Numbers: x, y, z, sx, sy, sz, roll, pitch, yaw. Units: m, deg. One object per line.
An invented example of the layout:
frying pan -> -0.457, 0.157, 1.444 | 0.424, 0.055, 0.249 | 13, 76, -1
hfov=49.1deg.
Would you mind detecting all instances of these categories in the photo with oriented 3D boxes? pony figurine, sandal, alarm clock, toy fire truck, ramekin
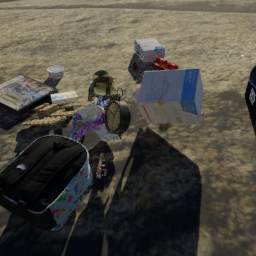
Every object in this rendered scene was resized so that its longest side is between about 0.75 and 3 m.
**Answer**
pony figurine -> -1.325, -0.321, 10.815 | 2.101, 1.813, 2.177 | -21, 33, 28
sandal -> -1.212, -2.245, 13.698 | 1.180, 0.848, 2.971 | -10, 39, -13
alarm clock -> -0.328, -0.544, 9.759 | 0.573, 1.721, 1.161 | -2, 13, -31
toy fire truck -> 2.214, -2.930, 14.596 | 1.557, 1.040, 1.854 | -8, 35, -42
ramekin -> -3.857, -2.989, 15.027 | 0.865, 0.422, 0.865 | 0, 38, 0

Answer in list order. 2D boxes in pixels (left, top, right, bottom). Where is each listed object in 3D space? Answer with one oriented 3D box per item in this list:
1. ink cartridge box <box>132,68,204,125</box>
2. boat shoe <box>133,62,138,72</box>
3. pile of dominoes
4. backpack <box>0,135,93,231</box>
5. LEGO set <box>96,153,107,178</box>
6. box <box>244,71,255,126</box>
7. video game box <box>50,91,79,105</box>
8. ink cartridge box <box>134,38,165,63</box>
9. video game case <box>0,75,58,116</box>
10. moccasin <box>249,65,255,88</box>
ink cartridge box -> 1.551, -1.199, 10.992 | 2.498, 1.606, 1.564 | 3, 61, 23
boat shoe -> 0.409, -3.422, 15.709 | 0.298, 0.279, 0.827 | -4, 38, -6
pile of dominoes -> -2.883, -0.714, 11.184 | 2.634, 0.419, 2.053 | 0, 27, 44
backpack -> -2.234, 1.452, 7.972 | 2.207, 1.872, 2.486 | 18, 53, 22
LEGO set -> -0.840, 1.279, 9.343 | 0.324, 0.401, 0.872 | 11, 62, -4
box -> 6.529, -1.233, 11.958 | 2.350, 1.344, 2.581 | 4, 38, 8
video game box -> -2.923, -1.380, 12.865 | 1.170, 0.274, 1.066 | -11, 22, -14
ink cartridge box -> 1.280, -4.754, 17.016 | 1.363, 0.800, 1.862 | -9, 37, -13
video game case -> -5.113, -1.638, 13.330 | 2.636, 0.336, 2.382 | 22, 42, 26
moccasin -> 5.494, -1.720, 10.760 | 1.055, 0.894, 2.623 | -12, 38, -13
